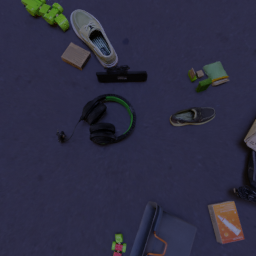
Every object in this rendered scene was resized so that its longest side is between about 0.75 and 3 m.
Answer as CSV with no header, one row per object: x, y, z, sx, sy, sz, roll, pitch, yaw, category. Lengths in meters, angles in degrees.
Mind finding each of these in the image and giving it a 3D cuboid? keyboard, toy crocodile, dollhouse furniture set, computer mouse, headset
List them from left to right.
-3.430,-4.835,11.630,2.366,0.731,0.799,31,78,12,toy crocodile
-1.153,-0.131,10.321,2.934,1.379,1.812,-20,77,-21,headset
-0.364,4.258,9.266,0.495,0.452,1.465,10,76,3,toy crocodile
-0.228,-2.103,10.669,1.944,1.012,0.385,-2,74,0,keyboard
3.205,-2.112,10.825,1.454,0.730,0.952,-20,76,-5,dollhouse furniture set
4.606,1.603,9.763,1.667,0.635,2.408,20,64,2,computer mouse

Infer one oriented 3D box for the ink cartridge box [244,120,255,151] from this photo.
5.787,-0.160,9.732,2.183,1.237,2.978,35,65,8,ink cartridge box

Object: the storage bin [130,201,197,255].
1.156,3.731,8.907,1.562,1.693,2.326,20,76,-5,storage bin

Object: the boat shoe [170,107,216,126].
2.460,-0.461,10.458,1.780,0.585,0.636,-10,75,-3,boat shoe

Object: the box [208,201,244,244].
3.298,3.167,9.476,0.770,0.603,1.237,-11,75,-3,box

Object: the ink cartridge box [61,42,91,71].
-2.069,-2.864,11.224,0.930,0.349,0.766,30,76,8,ink cartridge box

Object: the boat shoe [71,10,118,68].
-1.324,-3.737,11.163,1.059,0.912,2.941,-35,78,-9,boat shoe
